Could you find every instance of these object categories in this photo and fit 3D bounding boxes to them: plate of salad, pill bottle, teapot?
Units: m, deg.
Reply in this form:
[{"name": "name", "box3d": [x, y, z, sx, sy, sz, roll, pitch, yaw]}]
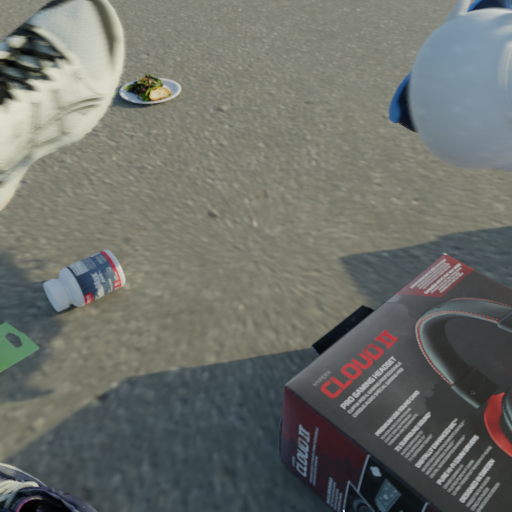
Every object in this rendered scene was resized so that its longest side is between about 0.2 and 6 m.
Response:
[{"name": "plate of salad", "box3d": [-2.473, -3.914, 13.021, 1.421, 0.341, 1.421, -1, 41, 0]}, {"name": "pill bottle", "box3d": [-2.381, 0.365, 7.752, 0.972, 0.582, 0.582, -28, 48, -28]}, {"name": "teapot", "box3d": [2.764, -1.908, 6.206, 1.934, 1.908, 1.412, 22, -6, -28]}]

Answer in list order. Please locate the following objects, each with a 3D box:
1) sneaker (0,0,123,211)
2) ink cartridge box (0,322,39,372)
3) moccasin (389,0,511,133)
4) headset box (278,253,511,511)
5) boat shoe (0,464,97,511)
[{"name": "sneaker", "box3d": [-2.624, -1.593, 5.951, 1.265, 1.466, 3.344, 35, 83, -2]}, {"name": "ink cartridge box", "box3d": [-3.431, 1.206, 7.018, 0.793, 0.261, 1.090, 30, 50, 31]}, {"name": "moccasin", "box3d": [2.890, -2.589, 7.618, 0.885, 1.044, 2.595, 40, 87, 17]}, {"name": "headset box", "box3d": [2.222, 1.746, 5.445, 2.797, 1.411, 3.763, -31, 49, -32]}, {"name": "boat shoe", "box3d": [-2.161, 2.299, 5.061, 2.321, 1.076, 0.867, 17, 43, 19]}]
